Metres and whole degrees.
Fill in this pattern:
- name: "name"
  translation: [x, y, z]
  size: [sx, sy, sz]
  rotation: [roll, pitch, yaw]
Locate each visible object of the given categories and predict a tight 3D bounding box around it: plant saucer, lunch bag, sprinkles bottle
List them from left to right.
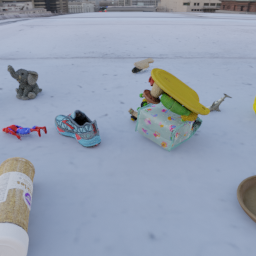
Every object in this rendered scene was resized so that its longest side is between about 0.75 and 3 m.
- name: "sprinkles bottle"
  translation: [-2.533, 1.664, 6.026]
  size: [0.890, 0.890, 2.608]
  rotation: [-6, 29, -12]
- name: "lunch bag"
  translation: [1.410, -0.257, 9.290]
  size: [1.566, 1.121, 1.838]
  rotation: [33, 44, 32]
- name: "plant saucer"
  translation: [3.553, 1.770, 6.448]
  size: [2.012, 0.296, 2.012]
  rotation: [-2, 28, 1]

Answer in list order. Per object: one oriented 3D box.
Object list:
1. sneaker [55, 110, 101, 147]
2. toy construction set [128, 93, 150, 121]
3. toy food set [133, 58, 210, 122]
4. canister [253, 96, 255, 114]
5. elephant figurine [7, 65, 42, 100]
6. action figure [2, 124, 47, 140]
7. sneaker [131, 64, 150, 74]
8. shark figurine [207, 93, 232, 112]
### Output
- name: "sneaker"
  translation: [-1.688, -0.206, 9.379]
  size: [2.151, 1.028, 0.853]
  rotation: [22, 35, 35]
- name: "toy construction set"
  translation: [0.691, -0.649, 10.429]
  size: [1.418, 1.183, 1.090]
  rotation: [4, 8, -39]
- name: "toy food set"
  translation: [1.186, -0.990, 8.364]
  size: [2.550, 0.833, 1.500]
  rotation: [37, 30, 0]
- name: "canister"
  translation: [6.091, -0.500, 9.829]
  size: [1.986, 1.157, 2.674]
  rotation: [-7, 30, -13]
- name: "elephant figurine"
  translation: [-4.519, -2.144, 12.371]
  size: [1.149, 1.624, 1.260]
  rotation: [-5, 29, -10]
- name: "action figure"
  translation: [-3.578, 0.112, 9.472]
  size: [1.662, 0.430, 0.544]
  rotation: [5, 23, 19]
- name: "sneaker"
  translation: [0.717, -3.373, 16.054]
  size: [1.297, 0.470, 0.466]
  rotation: [-32, 71, -27]
- name: "shark figurine"
  translation: [3.667, -0.919, 11.277]
  size: [0.464, 1.112, 0.664]
  rotation: [56, 17, 14]
